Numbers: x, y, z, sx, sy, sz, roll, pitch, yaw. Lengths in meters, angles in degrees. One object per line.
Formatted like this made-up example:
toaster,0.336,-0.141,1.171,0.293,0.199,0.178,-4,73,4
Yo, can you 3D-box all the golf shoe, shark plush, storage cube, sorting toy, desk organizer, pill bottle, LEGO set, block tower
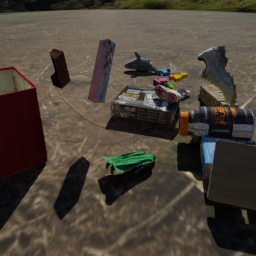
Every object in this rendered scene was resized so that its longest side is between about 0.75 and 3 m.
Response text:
golf shoe,2.464,-1.380,7.788,0.839,1.725,0.675,-16,-7,9
shark plush,0.974,-3.657,17.284,2.301,1.045,0.958,30,58,11
storage cube,-4.216,-0.161,8.664,2.904,2.611,2.483,-18,34,-30
golf shoe,1.685,-1.456,11.879,0.611,0.503,1.336,-11,36,-40
sorting toy,3.048,1.287,7.448,1.642,0.571,1.632,10,71,14
desk organizer,-2.643,-2.209,10.569,0.505,1.407,0.542,20,53,19
pill bottle,3.032,-0.099,9.909,2.421,1.286,1.286,2,29,5
LEGO set,2.470,-2.497,14.550,1.029,0.957,2.508,-16,34,-26
block tower,3.968,-1.249,12.574,0.669,0.716,2.476,-6,29,-11

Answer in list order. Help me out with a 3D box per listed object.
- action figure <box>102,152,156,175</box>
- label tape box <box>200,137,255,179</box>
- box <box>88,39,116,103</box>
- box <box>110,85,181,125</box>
action figure,0.168,1.057,8.684,1.696,0.464,1.002,-8,28,-28
label tape box,3.323,0.974,8.626,2.045,0.676,1.465,6,31,7
box,-0.960,-2.091,10.316,0.487,2.348,0.454,3,-10,38
box,0.820,-1.051,12.224,2.641,0.657,2.083,10,31,17
